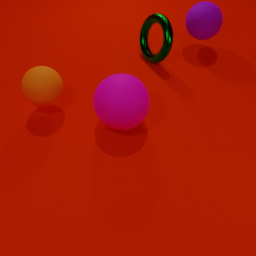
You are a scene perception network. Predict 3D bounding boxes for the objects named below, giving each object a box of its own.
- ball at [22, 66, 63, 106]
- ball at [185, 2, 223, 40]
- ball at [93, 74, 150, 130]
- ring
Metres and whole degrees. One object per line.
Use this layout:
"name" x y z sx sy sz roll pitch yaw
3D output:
"ball" -2.157 -1.057 7.091 1.004 1.004 1.004 0 50 0
"ball" 2.406 -3.390 8.895 1.145 1.145 1.145 0 50 0
"ball" -0.159 -0.634 6.867 1.371 1.371 1.371 0 50 0
"ring" 0.843 -2.756 8.640 0.298 1.489 1.489 -10 48 -32
